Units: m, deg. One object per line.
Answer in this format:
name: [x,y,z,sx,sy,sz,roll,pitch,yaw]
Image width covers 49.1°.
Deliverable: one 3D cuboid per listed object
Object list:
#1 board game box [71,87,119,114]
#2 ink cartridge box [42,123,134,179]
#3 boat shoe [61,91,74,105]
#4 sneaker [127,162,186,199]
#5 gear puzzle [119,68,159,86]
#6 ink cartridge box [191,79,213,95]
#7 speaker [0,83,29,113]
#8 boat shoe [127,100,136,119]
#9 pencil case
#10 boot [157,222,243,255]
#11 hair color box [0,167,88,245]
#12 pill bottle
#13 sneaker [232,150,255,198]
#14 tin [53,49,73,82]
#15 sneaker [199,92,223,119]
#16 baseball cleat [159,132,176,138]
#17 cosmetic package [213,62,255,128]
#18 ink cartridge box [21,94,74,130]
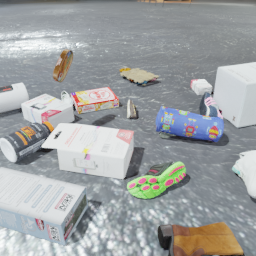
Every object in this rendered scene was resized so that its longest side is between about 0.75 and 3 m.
board game box: [-1.632,-1.370,13.649,2.001,0.463,1.516,-12,34,-19]
ink cartridge box: [-1.333,0.731,9.785,2.833,0.956,1.650,8,33,10]
boat shoe: [-3.024,-1.378,13.529,0.534,0.485,1.453,-37,31,-3]
sneaker: [0.866,1.608,8.777,1.991,0.764,0.834,-17,8,-21]
gear puzzle: [0.380,-3.099,16.630,1.515,0.383,2.926,-22,35,-28]
ink cartridge box: [3.925,-2.193,14.996,0.794,0.463,1.091,-5,31,-8]
speaker: [-6.064,-1.196,12.717,2.918,1.185,1.185,-19,36,-28]
boat shoe: [0.172,-0.874,12.883,0.390,0.471,1.312,5,34,-4]
pencil case: [2.391,-0.161,10.933,2.603,1.016,1.130,11,32,5]
boot: [1.793,3.030,6.631,1.894,0.648,1.783,2,23,-10]
hair color box: [-2.694,2.060,7.725,2.824,0.856,1.398,9,33,16]
pill bottle: [-3.600,0.411,10.276,0.988,0.988,1.861,22,38,31]
sneaker: [3.843,1.435,8.962,1.019,0.866,2.302,3,23,27]
tin: [-2.411,-2.317,10.410,0.267,1.275,0.714,20,-8,13]
sneaker: [3.813,-0.932,12.856,0.897,0.767,2.187,18,36,0]
baseball cleat: [1.601,0.230,11.332,0.781,0.272,0.416,-3,16,-9]
cosmetic package: [5.458,-1.534,12.371,2.502,2.081,2.094,-10,33,-14]
ink cartridge box: [-3.502,-0.698,12.246,1.893,0.811,1.397,24,39,31]
